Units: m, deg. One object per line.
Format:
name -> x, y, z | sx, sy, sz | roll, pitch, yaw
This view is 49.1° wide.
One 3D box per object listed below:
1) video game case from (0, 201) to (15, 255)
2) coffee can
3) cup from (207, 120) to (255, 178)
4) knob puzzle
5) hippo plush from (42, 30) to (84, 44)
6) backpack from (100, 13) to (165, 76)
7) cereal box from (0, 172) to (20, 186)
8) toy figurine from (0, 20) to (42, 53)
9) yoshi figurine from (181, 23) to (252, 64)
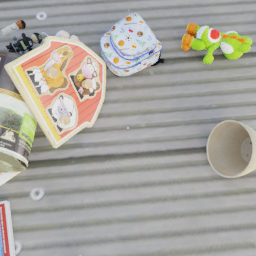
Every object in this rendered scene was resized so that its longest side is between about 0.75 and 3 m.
video game case -> -4.020, 2.910, 6.866 | 2.345, 0.205, 1.676 | -14, 70, -5
coffee can -> -3.211, -0.353, 7.056 | 1.847, 1.847, 2.524 | 4, 65, 1
cup -> 2.927, 0.552, 7.218 | 1.029, 1.438, 1.438 | 5, 67, -29
knob puzzle -> -1.417, -1.143, 7.335 | 0.403, 2.909, 2.909 | 4, 64, 44
hippo plush -> -1.992, -2.128, 8.218 | 1.376, 1.096, 1.107 | 15, 79, -10
backpack -> 0.026, -2.387, 8.275 | 1.644, 1.329, 1.726 | -35, 76, -1
cereal box -> -3.429, 1.117, 7.519 | 1.009, 0.199, 0.726 | -36, 73, -12
toy figurine -> -3.093, -2.519, 8.350 | 0.817, 1.175, 1.156 | -37, 71, -22
yoshi figurine -> 2.730, -2.558, 8.626 | 1.975, 1.110, 1.106 | 18, 30, 21
